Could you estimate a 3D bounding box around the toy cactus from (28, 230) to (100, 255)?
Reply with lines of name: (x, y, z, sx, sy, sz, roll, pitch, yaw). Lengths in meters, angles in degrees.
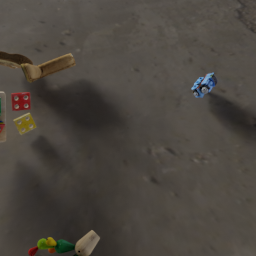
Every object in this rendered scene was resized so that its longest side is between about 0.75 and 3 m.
toy cactus: (-1.044, 2.433, 5.233, 1.464, 0.748, 1.208, 33, 66, 25)

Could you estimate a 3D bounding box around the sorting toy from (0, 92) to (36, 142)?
sorting toy: (-3.329, -0.158, 6.380, 2.608, 1.257, 0.441, -7, 24, -36)

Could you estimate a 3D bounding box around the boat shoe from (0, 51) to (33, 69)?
boat shoe: (-3.511, -2.030, 8.553, 1.156, 0.373, 0.412, 12, 58, -24)

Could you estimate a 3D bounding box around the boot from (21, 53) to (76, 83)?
boot: (-2.224, -1.776, 7.936, 1.448, 1.268, 0.479, -23, 100, -11)

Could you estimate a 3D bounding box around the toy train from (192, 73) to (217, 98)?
toy train: (2.159, -1.199, 7.896, 0.516, 0.392, 0.904, -13, 27, 44)
